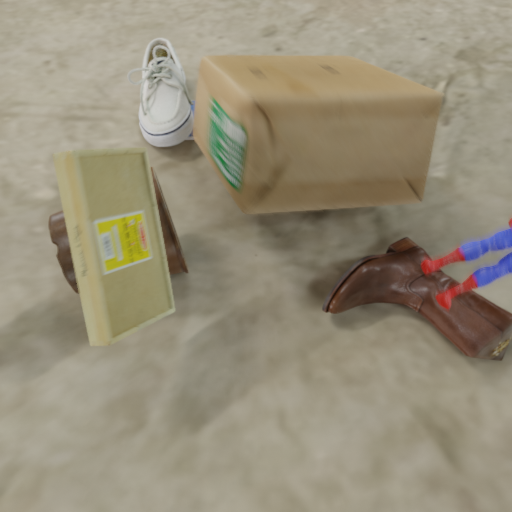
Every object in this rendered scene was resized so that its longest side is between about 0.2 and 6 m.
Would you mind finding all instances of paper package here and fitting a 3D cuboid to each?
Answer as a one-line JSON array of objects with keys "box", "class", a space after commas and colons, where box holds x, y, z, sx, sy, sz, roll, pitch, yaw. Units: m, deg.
[{"box": [0.737, -2.013, 8.564, 2.962, 1.608, 3.108, -6, 30, -16], "class": "paper package"}]

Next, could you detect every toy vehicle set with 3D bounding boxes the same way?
[{"box": [-1.577, -0.173, 6.488, 0.280, 2.111, 1.312, -5, 8, 26], "class": "toy vehicle set"}]

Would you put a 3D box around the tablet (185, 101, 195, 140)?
[{"box": [-1.241, -2.671, 10.964, 0.830, 0.087, 1.276, -1, 48, 0], "class": "tablet"}]

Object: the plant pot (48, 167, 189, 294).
[{"box": [-1.926, -0.262, 7.848, 1.569, 1.585, 1.585, -19, 50, -7], "class": "plant pot"}]

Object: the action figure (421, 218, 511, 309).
[{"box": [3.052, -0.131, 6.329, 2.240, 0.579, 0.733, -26, 85, 2], "class": "action figure"}]

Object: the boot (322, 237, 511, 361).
[{"box": [2.213, 0.793, 7.448, 1.946, 0.671, 2.088, -31, 59, -23], "class": "boot"}]

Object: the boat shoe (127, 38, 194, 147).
[{"box": [-1.802, -3.344, 10.694, 1.088, 1.256, 2.945, -10, 46, 4], "class": "boat shoe"}]
